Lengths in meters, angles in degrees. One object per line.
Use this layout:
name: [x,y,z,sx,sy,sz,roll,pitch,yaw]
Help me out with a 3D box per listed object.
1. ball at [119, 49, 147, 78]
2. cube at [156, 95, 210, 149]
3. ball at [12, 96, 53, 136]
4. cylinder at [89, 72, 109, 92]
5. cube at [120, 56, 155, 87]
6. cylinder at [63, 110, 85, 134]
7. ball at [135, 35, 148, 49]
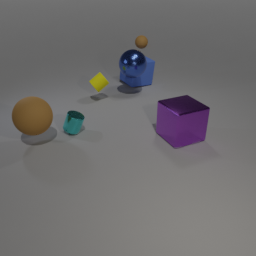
ball: [0.240,-3.213,14.008,1.400,1.400,1.400,0,29,0]
cube: [2.027,-0.280,10.606,1.400,1.400,1.400,-13,31,-22]
ball: [-3.409,-0.428,10.031,1.400,1.400,1.400,0,29,0]
cylinder: [-1.403,-2.223,13.617,0.700,0.700,0.700,-40,35,1]
cube: [0.501,-3.269,15.866,1.400,1.400,1.400,-11,34,-29]
cylinder: [-2.142,-0.224,11.036,0.700,0.700,0.700,20,26,-10]
ball: [0.728,-4.649,15.149,0.700,0.700,0.700,0,29,0]
